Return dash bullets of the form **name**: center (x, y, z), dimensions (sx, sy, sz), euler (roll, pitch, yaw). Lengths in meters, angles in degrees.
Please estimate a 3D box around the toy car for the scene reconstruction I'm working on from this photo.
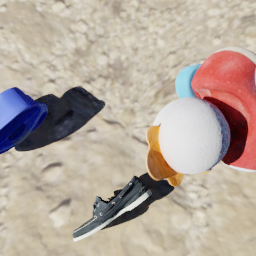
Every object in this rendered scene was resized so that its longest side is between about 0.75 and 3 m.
- **toy car**: center (1.213, 0.141, 4.190), dimensions (2.301, 2.121, 2.035), euler (-35, 109, -19)

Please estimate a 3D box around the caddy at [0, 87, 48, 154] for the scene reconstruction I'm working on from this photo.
- **caddy**: center (-2.662, -0.075, 6.413), dimensions (1.760, 1.244, 0.924), euler (-42, 79, -4)

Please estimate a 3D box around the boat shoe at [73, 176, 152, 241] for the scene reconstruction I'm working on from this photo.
- **boat shoe**: center (-0.465, 1.791, 6.439), dimensions (2.033, 0.760, 0.674), euler (-32, 84, -5)
